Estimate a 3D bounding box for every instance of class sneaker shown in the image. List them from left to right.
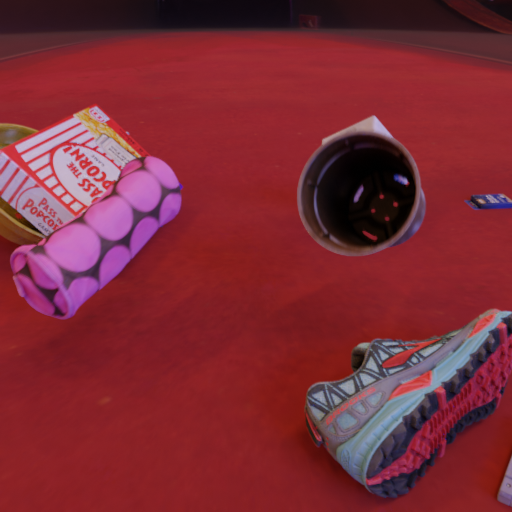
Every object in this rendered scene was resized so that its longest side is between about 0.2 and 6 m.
[{"bbox_3d":[1.775,1.215,6.224,3.049,1.209,1.456,-22,33,-36],"label":"sneaker"}]

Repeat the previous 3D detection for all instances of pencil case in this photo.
[{"bbox_3d":[-1.976,-0.278,7.057,1.147,1.111,2.448,7,36,27],"label":"pencil case"}]

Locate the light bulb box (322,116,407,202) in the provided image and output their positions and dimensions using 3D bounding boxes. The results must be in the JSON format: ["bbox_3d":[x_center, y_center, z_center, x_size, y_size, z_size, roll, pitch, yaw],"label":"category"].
[{"bbox_3d":[2.030,-1.780,10.540,1.201,1.212,0.756,-18,49,38],"label":"light bulb box"}]

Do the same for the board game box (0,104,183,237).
[{"bbox_3d":[-2.876,-1.286,10.034,2.393,0.731,3.159,43,29,-11],"label":"board game box"}]

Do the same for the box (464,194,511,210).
[{"bbox_3d":[4.949,-1.149,11.901,0.884,0.143,0.535,-4,28,-5],"label":"box"}]

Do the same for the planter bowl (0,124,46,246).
[{"bbox_3d":[-4.009,-0.984,9.973,2.655,1.106,2.655,36,30,-26],"label":"planter bowl"}]

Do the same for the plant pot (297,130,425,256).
[{"bbox_3d":[1.448,-0.695,7.006,1.447,1.447,1.433,15,5,26],"label":"plant pot"}]

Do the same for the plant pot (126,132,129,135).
[{"bbox_3d":[-3.688,-3.021,14.997,0.647,0.645,0.659,-1,20,-1],"label":"plant pot"}]

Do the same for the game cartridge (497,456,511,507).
[{"bbox_3d":[2.943,2.128,5.543,0.783,0.232,1.208,13,30,32],"label":"game cartridge"}]
